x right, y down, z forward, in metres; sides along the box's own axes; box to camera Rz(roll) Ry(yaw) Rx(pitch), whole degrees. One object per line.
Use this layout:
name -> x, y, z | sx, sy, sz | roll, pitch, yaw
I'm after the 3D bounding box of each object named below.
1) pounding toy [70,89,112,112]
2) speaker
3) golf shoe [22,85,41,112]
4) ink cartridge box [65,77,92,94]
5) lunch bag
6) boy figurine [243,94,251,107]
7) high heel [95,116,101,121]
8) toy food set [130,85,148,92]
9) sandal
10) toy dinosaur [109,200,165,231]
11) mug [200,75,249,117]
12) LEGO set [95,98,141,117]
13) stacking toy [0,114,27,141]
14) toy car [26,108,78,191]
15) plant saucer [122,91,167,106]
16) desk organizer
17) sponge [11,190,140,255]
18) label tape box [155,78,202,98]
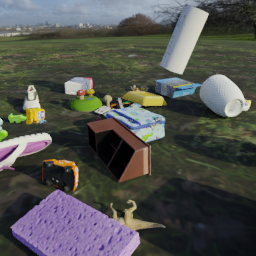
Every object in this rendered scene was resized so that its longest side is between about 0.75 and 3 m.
pounding toy -> -1.867, -1.506, 13.961 | 2.064, 0.958, 1.593 | 0, 23, 0
speaker -> 2.480, -3.930, 12.634 | 1.160, 2.856, 1.160 | 19, 21, -7
golf shoe -> -4.796, -1.398, 13.771 | 0.832, 0.950, 2.156 | -7, 25, -18
ink cartridge box -> -2.931, -2.527, 16.747 | 1.152, 0.651, 1.573 | 5, 24, 12
lunch bag -> 0.236, -0.151, 10.792 | 1.754, 0.900, 2.182 | -12, 24, -29
boy figurine -> 5.784, -1.338, 14.219 | 0.916, 0.475, 1.473 | 5, 21, 5
high heel -> -1.117, -0.049, 11.060 | 0.385, 0.548, 1.141 | -8, 24, -18
toy food set -> 0.680, -2.416, 16.955 | 0.958, 0.290, 0.688 | -5, 24, -12
sandal -> -3.556, 0.881, 8.539 | 2.957, 1.203, 0.727 | -24, 72, -41
toy dinosaur -> -0.010, 2.110, 6.312 | 1.672, 0.487, 0.846 | -5, 38, 6
mug -> 4.664, -1.323, 12.996 | 2.124, 1.568, 1.862 | 12, 29, -22
LEGO set -> -0.287, -0.891, 13.459 | 1.614, 0.530, 2.161 | 19, 40, 34
stacking toy -> -5.863, -0.185, 11.260 | 2.829, 0.665, 2.133 | 1, 23, 1
toy car -> -1.933, 0.513, 7.815 | 1.195, 2.437, 0.811 | -8, 6, 28
plant saucer -> 0.860, -1.545, 14.333 | 1.747, 0.423, 1.747 | -4, 20, -41
desk organizer -> -0.390, 0.588, 9.057 | 1.049, 0.977, 2.726 | -13, 26, -23
sponge -> -1.127, 2.194, 5.758 | 2.417, 0.360, 1.348 | 16, 39, 33
label tape box -> 2.868, -2.239, 15.967 | 1.657, 0.727, 2.297 | -14, 27, -29
